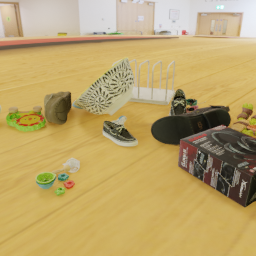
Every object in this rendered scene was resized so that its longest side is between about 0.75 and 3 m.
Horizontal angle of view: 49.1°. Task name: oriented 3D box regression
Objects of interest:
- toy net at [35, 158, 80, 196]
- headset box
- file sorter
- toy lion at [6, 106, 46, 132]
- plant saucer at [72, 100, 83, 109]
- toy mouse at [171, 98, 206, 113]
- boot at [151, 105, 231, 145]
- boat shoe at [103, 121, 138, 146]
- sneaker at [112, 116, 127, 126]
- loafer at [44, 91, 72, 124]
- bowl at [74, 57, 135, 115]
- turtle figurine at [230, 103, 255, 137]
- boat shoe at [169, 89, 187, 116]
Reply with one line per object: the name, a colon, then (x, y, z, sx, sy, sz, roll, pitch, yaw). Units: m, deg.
toy net: (-1.693, 1.192, 7.578, 0.873, 0.321, 1.664, 9, 25, 20)
headset box: (2.727, 0.826, 7.628, 1.841, 0.955, 2.473, -15, 29, -31)
file sorter: (0.788, -2.437, 14.115, 2.924, 1.820, 2.029, 7, 24, 17)
toy lion: (-4.007, -0.317, 10.982, 1.551, 0.533, 1.487, -2, 31, -4)
plant saucer: (-1.897, -1.279, 13.350, 1.534, 0.295, 1.534, 1, 24, 0)
toy mouse: (2.728, -0.907, 12.254, 1.385, 0.302, 1.559, -12, 32, 3)
boot: (2.383, -0.238, 10.260, 2.881, 0.997, 2.508, -10, 8, 14)
boat shoe: (-0.324, 0.171, 9.671, 0.589, 0.531, 1.667, -21, 31, -39)
sneaker: (-0.279, -0.145, 10.738, 0.438, 0.379, 1.011, 26, 35, 22)
loafer: (-2.976, -0.840, 11.463, 0.988, 1.113, 2.929, -3, 15, 0)
bowl: (-0.683, -1.448, 11.735, 2.970, 1.394, 2.970, -40, 5, 4)
turtle figurine: (3.984, -0.030, 9.461, 2.223, 0.888, 2.757, -35, 16, -29)
boat shoe: (2.080, -0.912, 11.632, 0.731, 0.658, 2.067, 0, 38, 9)
